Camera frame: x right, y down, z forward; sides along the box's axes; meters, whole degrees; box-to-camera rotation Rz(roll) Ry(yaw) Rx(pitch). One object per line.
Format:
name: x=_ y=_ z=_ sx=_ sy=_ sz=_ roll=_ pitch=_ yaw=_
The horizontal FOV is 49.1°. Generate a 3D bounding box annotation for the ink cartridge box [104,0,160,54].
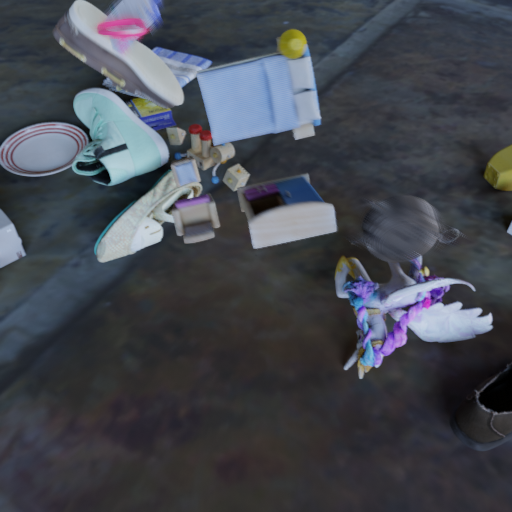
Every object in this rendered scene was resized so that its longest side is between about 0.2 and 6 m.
ink cartridge box: x=-1.857 y=-3.706 z=8.580 sx=0.233 sy=1.109 sz=0.662 roll=12 pitch=51 yaw=-51

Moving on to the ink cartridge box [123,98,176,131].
ink cartridge box: x=-2.809 y=-3.585 z=14.140 sx=1.233 sy=0.293 sz=1.247 roll=-19 pitch=48 yaw=-19

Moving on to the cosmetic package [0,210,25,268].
cosmetic package: x=-5.353 y=-0.609 z=11.053 sx=0.779 sy=0.923 sz=1.729 roll=-30 pitch=53 yaw=-26

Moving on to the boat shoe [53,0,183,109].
boat shoe: x=-2.588 y=-3.700 z=10.844 sx=0.804 sy=2.701 sz=0.970 roll=-29 pitch=49 yaw=30

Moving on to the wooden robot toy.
wooden robot toy: x=-0.917 y=-2.461 z=12.745 sx=2.358 sy=1.039 sz=1.070 roll=35 pitch=46 yaw=27

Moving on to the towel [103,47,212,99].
towel: x=-2.639 y=-4.973 z=15.182 sx=1.895 sy=0.307 sz=2.580 roll=20 pitch=46 yaw=20

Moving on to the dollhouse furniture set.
dollhouse furniture set: x=-0.213 y=-1.741 z=8.474 sx=2.649 sy=2.806 sz=1.831 roll=-12 pitch=23 yaw=-3

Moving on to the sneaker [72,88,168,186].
sneaker: x=-3.668 y=-2.745 z=12.743 sx=3.099 sy=1.141 sz=1.828 roll=37 pitch=52 yaw=26

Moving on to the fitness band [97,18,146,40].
fitness band: x=-1.850 y=-3.139 z=7.733 sx=0.664 sy=0.124 sz=0.477 roll=-17 pitch=46 yaw=-22

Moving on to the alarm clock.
alarm clock: x=2.288 y=-0.346 z=8.302 sx=1.563 sy=1.054 sz=0.520 roll=4 pitch=47 yaw=-11

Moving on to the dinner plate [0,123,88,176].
dinner plate: x=-4.966 y=-2.470 z=13.170 sx=2.048 sy=0.248 sz=2.048 roll=0 pitch=49 yaw=0

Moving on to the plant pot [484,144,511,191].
plant pot: x=5.501 y=-1.885 z=12.342 sx=0.772 sy=0.750 sz=0.755 roll=-19 pitch=51 yaw=-9

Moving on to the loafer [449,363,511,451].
loafer: x=4.280 y=2.049 z=8.609 sx=2.759 sy=0.984 sz=1.007 roll=-25 pitch=53 yaw=-21

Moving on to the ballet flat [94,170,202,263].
ballet flat: x=-2.047 y=-0.797 z=11.242 sx=0.886 sy=0.958 sz=2.842 roll=28 pitch=54 yaw=11

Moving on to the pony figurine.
pony figurine: x=2.461 y=0.674 z=9.495 sx=2.436 sy=2.101 sz=2.523 roll=-22 pitch=47 yaw=24

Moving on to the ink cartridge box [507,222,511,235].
ink cartridge box: x=5.590 y=-0.818 z=11.415 sx=0.885 sy=0.646 sz=0.372 roll=-35 pitch=57 yaw=-27
